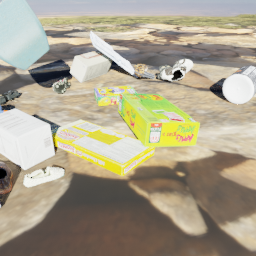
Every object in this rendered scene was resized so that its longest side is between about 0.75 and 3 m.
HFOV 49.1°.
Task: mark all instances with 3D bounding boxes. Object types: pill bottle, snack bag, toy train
[{"bbox_3d":[4.566,-1.767,10.898,1.150,1.150,2.165,17,30,31],"label":"pill bottle"},{"bbox_3d":[-0.682,-3.632,13.830,2.756,0.295,2.599,33,17,-25],"label":"snack bag"},{"bbox_3d":[-4.835,-0.966,10.177,0.487,0.363,2.126,7,27,20],"label":"toy train"}]

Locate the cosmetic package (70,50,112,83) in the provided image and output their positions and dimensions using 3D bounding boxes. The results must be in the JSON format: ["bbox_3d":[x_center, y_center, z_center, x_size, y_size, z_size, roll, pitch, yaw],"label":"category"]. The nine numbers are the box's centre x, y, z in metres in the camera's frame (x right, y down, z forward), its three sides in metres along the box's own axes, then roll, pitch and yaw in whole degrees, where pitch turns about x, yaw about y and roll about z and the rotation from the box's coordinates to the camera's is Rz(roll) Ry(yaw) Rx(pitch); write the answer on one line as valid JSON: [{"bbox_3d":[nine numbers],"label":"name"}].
[{"bbox_3d":[-1.700,-2.959,13.220,0.831,0.984,1.904,42,39,12],"label":"cosmetic package"}]

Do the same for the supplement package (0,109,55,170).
[{"bbox_3d":[-2.767,0.220,7.158,1.621,0.922,0.888,22,35,36],"label":"supplement package"}]

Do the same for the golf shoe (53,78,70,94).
[{"bbox_3d":[-2.869,-1.695,11.647,0.570,0.500,1.295,-13,19,16],"label":"golf shoe"}]

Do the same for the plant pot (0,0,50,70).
[{"bbox_3d":[-3.546,-2.912,8.796,1.830,1.864,1.825,-42,33,-5],"label":"plant pot"}]

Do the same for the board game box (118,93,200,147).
[{"bbox_3d":[0.735,-0.336,8.186,1.425,0.668,2.805,0,22,-17],"label":"board game box"}]

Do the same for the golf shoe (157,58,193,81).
[{"bbox_3d":[2.424,-2.606,13.112,2.163,0.841,1.022,-25,44,-27],"label":"golf shoe"}]

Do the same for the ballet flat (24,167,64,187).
[{"bbox_3d":[-1.845,1.040,6.224,0.942,0.338,0.338,-18,31,-32],"label":"ballet flat"}]

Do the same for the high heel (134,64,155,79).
[{"bbox_3d":[0.443,-2.815,13.328,1.134,0.568,1.591,8,25,-38],"label":"high heel"}]

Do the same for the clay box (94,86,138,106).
[{"bbox_3d":[-0.362,-1.260,10.695,1.734,0.413,0.996,-8,28,-13],"label":"clay box"}]

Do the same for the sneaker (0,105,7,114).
[{"bbox_3d":[-4.123,-0.302,8.437,0.826,0.793,2.105,-29,36,-36],"label":"sneaker"}]

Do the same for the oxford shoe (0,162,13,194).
[{"bbox_3d":[-2.783,0.987,6.222,0.385,0.394,1.080,-14,30,-25],"label":"oxford shoe"}]

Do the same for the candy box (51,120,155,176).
[{"bbox_3d":[-0.782,0.408,7.381,2.692,0.356,1.376,19,30,33],"label":"candy box"}]
